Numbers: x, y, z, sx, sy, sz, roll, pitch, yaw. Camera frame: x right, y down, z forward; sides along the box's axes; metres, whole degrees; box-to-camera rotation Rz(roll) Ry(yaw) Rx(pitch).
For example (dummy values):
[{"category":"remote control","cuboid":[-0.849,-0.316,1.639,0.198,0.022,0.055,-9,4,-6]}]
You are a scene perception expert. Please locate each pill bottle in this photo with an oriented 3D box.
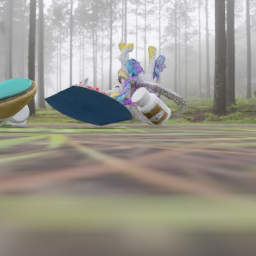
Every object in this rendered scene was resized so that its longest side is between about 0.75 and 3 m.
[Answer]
[{"category":"pill bottle","cuboid":[-3.061,-0.434,7.657,0.614,0.614,1.089,-1,4,-31]},{"category":"pill bottle","cuboid":[0.550,-0.521,6.747,0.949,0.542,0.542,39,-22,-31]}]

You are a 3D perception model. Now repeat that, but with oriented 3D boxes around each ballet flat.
[{"category":"ballet flat","cuboid":[-2.115,-0.303,4.140,2.009,0.633,0.689,-3,38,18]}]

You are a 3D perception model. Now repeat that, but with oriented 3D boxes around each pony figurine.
[{"category":"pony figurine","cuboid":[0.494,-1.463,9.477,2.670,2.766,2.303,25,-31,-19]}]

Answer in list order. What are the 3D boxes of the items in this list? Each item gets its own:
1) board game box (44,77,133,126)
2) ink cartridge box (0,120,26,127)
[{"category":"board game box","cuboid":[-0.913,-0.652,6.904,1.760,0.434,2.228,27,-23,-34]},{"category":"ink cartridge box","cuboid":[-4.617,-0.486,8.996,2.099,0.885,1.534,1,1,17]}]
